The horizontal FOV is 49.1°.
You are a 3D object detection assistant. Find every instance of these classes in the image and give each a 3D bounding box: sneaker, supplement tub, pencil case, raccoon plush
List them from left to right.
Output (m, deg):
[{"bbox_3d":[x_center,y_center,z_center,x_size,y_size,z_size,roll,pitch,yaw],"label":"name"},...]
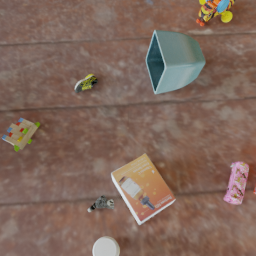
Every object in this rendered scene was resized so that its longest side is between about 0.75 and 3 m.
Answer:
[{"bbox_3d":[-1.517,-1.587,10.230,0.418,0.368,0.988,40,72,16],"label":"sneaker"},{"bbox_3d":[-0.764,2.404,8.470,0.774,0.374,0.519,-47,73,8],"label":"raccoon plush"},{"bbox_3d":[-0.586,3.350,7.652,0.703,0.970,0.703,0,66,0],"label":"supplement tub"},{"bbox_3d":[3.350,1.696,8.646,0.569,0.544,1.315,17,68,9],"label":"pencil case"}]

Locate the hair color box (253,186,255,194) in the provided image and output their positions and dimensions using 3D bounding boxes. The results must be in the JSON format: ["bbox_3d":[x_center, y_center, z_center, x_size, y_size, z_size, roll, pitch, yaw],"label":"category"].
[{"bbox_3d":[4.799,1.366,8.760,1.060,0.611,1.912,26,67,11],"label":"hair color box"}]

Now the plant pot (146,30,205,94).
[{"bbox_3d":[1.732,-2.352,9.962,1.667,1.637,1.632,-6,65,-11],"label":"plant pot"}]

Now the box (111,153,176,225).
[{"bbox_3d":[0.435,1.826,8.404,1.239,0.865,1.627,-30,69,-13],"label":"box"}]

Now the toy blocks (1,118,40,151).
[{"bbox_3d":[-3.655,0.144,9.398,0.818,0.598,1.197,21,68,22],"label":"toy blocks"}]

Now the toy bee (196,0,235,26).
[{"bbox_3d":[3.346,-4.896,11.418,2.413,1.312,1.580,-3,54,-29],"label":"toy bee"}]
